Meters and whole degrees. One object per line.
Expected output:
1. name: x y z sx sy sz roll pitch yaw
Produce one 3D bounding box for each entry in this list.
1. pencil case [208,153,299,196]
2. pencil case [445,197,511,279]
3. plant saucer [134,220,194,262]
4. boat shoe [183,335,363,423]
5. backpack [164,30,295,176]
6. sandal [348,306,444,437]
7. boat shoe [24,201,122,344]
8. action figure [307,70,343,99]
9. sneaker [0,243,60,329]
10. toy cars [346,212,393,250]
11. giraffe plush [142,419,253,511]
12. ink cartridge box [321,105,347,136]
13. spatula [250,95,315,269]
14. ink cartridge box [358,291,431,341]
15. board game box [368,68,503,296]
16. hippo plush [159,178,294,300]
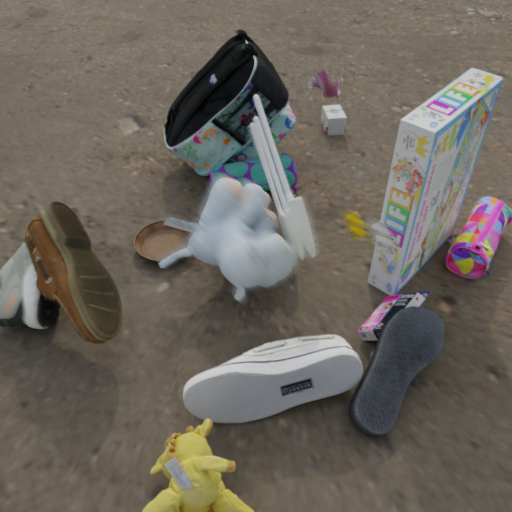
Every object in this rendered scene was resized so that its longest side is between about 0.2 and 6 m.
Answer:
1. pencil case: -0.074 -1.761 12.979 2.058 0.951 0.876 -14 3 -13
2. pencil case: 4.631 -0.394 11.547 0.916 0.916 2.073 22 47 22
3. plant saucer: -1.915 -0.271 11.869 1.308 0.239 1.308 0 44 0
4. boat shoe: 0.230 1.863 9.086 2.876 1.035 0.945 -15 26 -5
5. backpack: -0.723 -3.415 13.458 3.081 2.319 2.735 -37 37 16
6. sandal: 2.262 1.821 9.338 0.976 0.550 2.568 40 61 5
7. boat shoe: -3.239 0.421 9.791 0.968 1.024 2.846 -37 63 16
8. action figure: 1.724 -4.068 13.413 0.839 0.562 0.625 38 32 -3
9. sneaker: -4.363 0.150 10.839 1.173 1.094 2.959 -6 44 1
10. toy cars: 1.841 -0.392 9.025 0.969 0.215 0.434 26 87 39
11. giraffe plush: -0.903 3.080 7.640 1.516 1.757 1.425 -13 16 -9
12. ink cartridge box: 2.111 -3.715 15.307 0.525 0.528 0.726 -5 44 -6
13. spatula: 0.452 -1.341 10.483 0.248 2.145 3.085 -16 84 -4
14. ink cartridge box: 2.534 1.019 10.227 1.479 0.274 0.700 -38 15 -35
15. board game box: 3.250 -1.279 10.430 0.628 3.669 2.467 31 51 28
16. hippo plush: -0.292 -0.336 10.253 2.323 1.850 1.867 -1 22 -29
